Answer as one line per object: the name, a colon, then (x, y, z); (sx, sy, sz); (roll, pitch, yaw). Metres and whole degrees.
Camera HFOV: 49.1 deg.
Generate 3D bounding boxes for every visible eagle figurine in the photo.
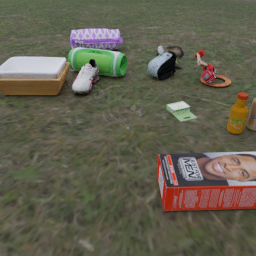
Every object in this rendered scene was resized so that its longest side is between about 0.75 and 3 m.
eagle figurine: (2.065, -3.532, 13.871); (1.355, 1.028, 1.023); (7, 21, 17)

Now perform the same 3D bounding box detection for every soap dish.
soap dish: (-3.834, -2.129, 11.480); (2.628, 1.067, 2.067); (0, 32, 1)

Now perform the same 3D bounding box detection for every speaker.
speaker: (-1.398, -3.040, 12.883); (2.593, 1.147, 1.147); (12, 34, 17)

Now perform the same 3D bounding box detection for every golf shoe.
golf shoe: (-1.791, -2.131, 11.571); (0.784, 0.995, 2.160); (6, 34, 8)

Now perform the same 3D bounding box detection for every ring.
ring: (3.830, -2.047, 12.251); (1.291, 0.124, 1.291); (1, 32, 0)

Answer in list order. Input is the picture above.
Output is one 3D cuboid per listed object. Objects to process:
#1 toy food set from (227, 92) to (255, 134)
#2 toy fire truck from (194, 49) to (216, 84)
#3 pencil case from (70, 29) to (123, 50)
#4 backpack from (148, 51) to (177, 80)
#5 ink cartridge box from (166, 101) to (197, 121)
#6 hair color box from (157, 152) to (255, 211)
toy food set: (4.560, -0.212, 8.203); (2.862, 1.288, 1.366); (23, 39, 32)
toy fire truck: (3.316, -2.669, 12.090); (1.106, 0.382, 1.568); (42, 38, -13)
pencil case: (-1.863, -5.003, 15.886); (2.931, 1.230, 1.253); (-7, 16, -11)
backpack: (1.537, -2.759, 12.578); (1.320, 1.102, 0.836); (-38, 49, -26)
ink cartridge box: (1.890, -0.602, 9.852); (0.702, 0.231, 0.965); (-13, 33, -20)
hair color box: (1.977, 1.195, 6.466); (2.456, 0.752, 1.247); (-1, 31, -3)
